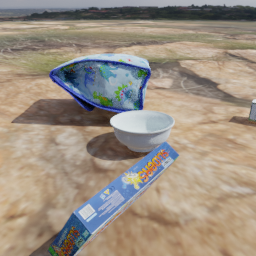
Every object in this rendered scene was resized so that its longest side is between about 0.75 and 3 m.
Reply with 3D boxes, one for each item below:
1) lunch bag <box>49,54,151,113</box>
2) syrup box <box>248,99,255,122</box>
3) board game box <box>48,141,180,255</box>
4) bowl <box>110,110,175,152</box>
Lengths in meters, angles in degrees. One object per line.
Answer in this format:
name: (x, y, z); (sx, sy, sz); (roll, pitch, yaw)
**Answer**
lunch bag: (-0.687, -1.326, 7.589); (2.412, 1.537, 2.051); (12, 17, -3)
syrup box: (3.777, -0.346, 7.068); (1.281, 0.504, 0.522); (14, 20, 26)
board game box: (-0.137, 0.907, 3.510); (0.288, 1.130, 1.669); (46, 44, 13)
bowl: (0.306, 0.107, 5.996); (1.368, 0.615, 1.368); (-2, 22, 1)
